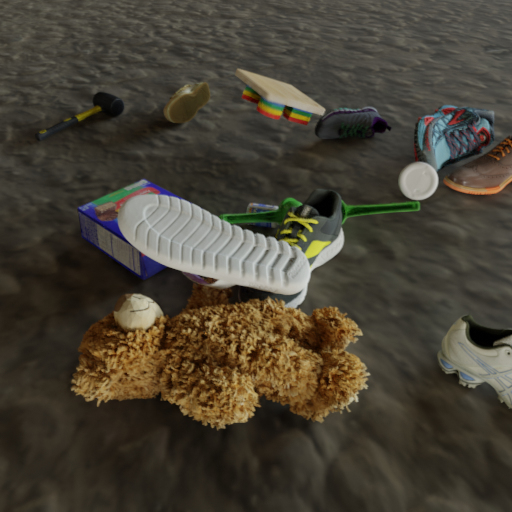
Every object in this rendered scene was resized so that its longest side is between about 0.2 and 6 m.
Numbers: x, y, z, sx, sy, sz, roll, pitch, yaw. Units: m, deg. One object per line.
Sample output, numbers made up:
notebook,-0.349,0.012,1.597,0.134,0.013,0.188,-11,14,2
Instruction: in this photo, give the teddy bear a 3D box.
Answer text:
teddy bear,-0.427,1.150,7.385,3.838,1.281,2.783,12,37,14

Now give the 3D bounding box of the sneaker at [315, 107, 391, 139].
sneaker,2.341,-3.110,13.402,1.893,0.704,0.828,-20,47,-24

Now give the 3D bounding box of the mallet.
mallet,-4.552,-3.531,14.172,2.457,0.506,0.809,-33,49,-30

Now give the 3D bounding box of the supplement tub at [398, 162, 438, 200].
supplement tub,3.112,-1.452,10.795,0.712,0.712,1.080,11,11,14

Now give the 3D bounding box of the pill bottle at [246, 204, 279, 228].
pill bottle,0.209,-0.745,10.531,0.736,0.412,0.412,8,38,10

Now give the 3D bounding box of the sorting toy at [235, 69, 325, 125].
sorting toy,0.472,-3.660,13.166,1.651,0.578,1.661,5,32,-35

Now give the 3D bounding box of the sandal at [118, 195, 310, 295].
sandal,-0.667,0.014,8.216,2.935,0.721,1.194,21,46,-3

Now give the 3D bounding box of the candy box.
candy box,-2.004,-0.540,10.016,1.834,0.707,1.551,30,45,31

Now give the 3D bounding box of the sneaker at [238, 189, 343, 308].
sneaker,0.570,-0.176,9.150,1.048,1.191,2.816,19,41,23

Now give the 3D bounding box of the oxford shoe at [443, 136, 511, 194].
oxford shoe,5.044,-2.016,11.701,2.702,0.985,0.963,-20,42,-23

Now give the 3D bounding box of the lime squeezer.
lime squeezer,1.013,-0.692,10.061,3.503,0.661,1.237,-4,19,-10

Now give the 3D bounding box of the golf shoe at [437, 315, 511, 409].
golf shoe,3.386,1.445,7.261,1.961,0.954,0.768,22,40,23

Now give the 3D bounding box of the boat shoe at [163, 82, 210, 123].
boat shoe,-1.892,-3.961,14.566,0.640,0.714,1.928,6,34,26

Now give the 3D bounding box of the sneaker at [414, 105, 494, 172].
sneaker,4.357,-2.635,12.103,1.400,1.163,2.931,6,34,36
